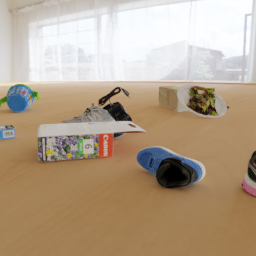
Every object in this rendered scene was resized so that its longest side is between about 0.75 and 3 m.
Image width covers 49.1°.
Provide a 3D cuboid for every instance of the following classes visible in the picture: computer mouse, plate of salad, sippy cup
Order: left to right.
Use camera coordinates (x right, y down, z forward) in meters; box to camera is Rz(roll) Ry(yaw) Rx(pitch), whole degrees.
[{"bbox_3d":[-5.873,-1.524,15.123,1.902,1.493,1.394,-43,24,8],"label":"sippy cup"},{"bbox_3d":[-0.252,-0.782,10.413,1.124,1.601,0.369,-41,22,5],"label":"computer mouse"},{"bbox_3d":[3.709,-1.472,13.887,2.587,0.621,2.587,9,44,-9],"label":"plate of salad"}]

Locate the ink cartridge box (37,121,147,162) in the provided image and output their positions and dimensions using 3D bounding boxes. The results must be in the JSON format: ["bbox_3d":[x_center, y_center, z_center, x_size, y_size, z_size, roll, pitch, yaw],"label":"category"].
[{"bbox_3d":[-1.074,0.318,8.052,2.889,0.727,1.574,-2,13,-15],"label":"ink cartridge box"}]

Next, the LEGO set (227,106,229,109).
[{"bbox_3d":[4.946,-1.163,15.787,1.490,0.422,0.967,13,15,-1],"label":"LEGO set"}]

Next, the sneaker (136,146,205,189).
[{"bbox_3d":[0.718,0.809,5.984,1.647,0.632,0.916,17,11,33],"label":"sneaker"}]

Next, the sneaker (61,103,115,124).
[{"bbox_3d":[-1.488,-0.421,10.574,0.954,1.047,2.553,10,16,38],"label":"sneaker"}]

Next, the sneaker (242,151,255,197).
[{"bbox_3d":[3.134,0.904,4.867,2.178,0.940,0.875,9,17,33],"label":"sneaker"}]

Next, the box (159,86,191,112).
[{"bbox_3d":[2.722,-1.703,15.974,1.027,1.255,2.643,-4,12,-16],"label":"box"}]

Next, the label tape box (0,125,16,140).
[{"bbox_3d":[-4.414,0.119,9.742,0.799,0.369,1.116,-7,16,-29],"label":"label tape box"}]

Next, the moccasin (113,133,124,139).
[{"bbox_3d":[-0.770,0.133,9.457,1.382,0.556,0.471,-8,-5,24],"label":"moccasin"}]
